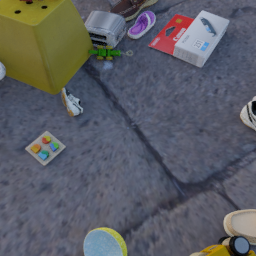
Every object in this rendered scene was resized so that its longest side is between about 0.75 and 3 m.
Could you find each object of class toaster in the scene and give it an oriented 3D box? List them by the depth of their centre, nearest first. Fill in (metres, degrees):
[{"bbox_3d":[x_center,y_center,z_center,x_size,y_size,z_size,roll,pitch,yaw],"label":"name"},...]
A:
[{"bbox_3d":[-0.992,-3.757,10.712,1.751,0.995,1.131,17,59,11],"label":"toaster"}]

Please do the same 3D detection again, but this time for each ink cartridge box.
[{"bbox_3d":[2.384,-3.698,10.925,2.267,0.575,2.574,27,59,16],"label":"ink cartridge box"}]

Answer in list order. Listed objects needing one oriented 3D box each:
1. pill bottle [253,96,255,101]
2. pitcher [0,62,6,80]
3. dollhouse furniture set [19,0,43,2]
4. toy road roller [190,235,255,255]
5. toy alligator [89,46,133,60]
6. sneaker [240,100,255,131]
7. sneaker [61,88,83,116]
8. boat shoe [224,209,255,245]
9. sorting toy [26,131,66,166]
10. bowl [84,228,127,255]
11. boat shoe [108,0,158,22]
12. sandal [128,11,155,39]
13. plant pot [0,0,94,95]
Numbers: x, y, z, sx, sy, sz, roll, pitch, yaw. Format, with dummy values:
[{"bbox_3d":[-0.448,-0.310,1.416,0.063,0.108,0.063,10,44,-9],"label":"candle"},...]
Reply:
[{"bbox_3d":[4.520,-0.830,8.979,0.904,0.507,0.507,-1,55,-1],"label":"pill bottle"},{"bbox_3d":[-5.063,-2.220,9.453,1.814,1.282,2.115,-18,64,-1],"label":"pitcher"},{"bbox_3d":[-2.738,-4.208,8.584,1.159,0.471,0.624,0,56,-17],"label":"dollhouse furniture set"},{"bbox_3d":[2.139,3.056,6.098,1.441,0.886,1.052,-21,70,-13],"label":"toy road roller"},{"bbox_3d":[-0.627,-2.789,10.399,1.628,0.483,0.442,2,15,2],"label":"toy alligator"},{"bbox_3d":[4.158,-0.086,8.300,0.681,0.789,1.800,-33,63,-23],"label":"sneaker"},{"bbox_3d":[-1.818,-0.860,9.115,0.496,0.428,1.131,-16,62,-25],"label":"sneaker"},{"bbox_3d":[3.558,2.275,6.628,2.416,0.836,0.891,2,55,1],"label":"boat shoe"},{"bbox_3d":[-2.424,0.565,8.221,0.908,0.166,0.840,34,62,22],"label":"sorting toy"},{"bbox_3d":[-0.414,2.745,6.386,1.083,1.083,0.583,40,21,24],"label":"bowl"},{"bbox_3d":[0.246,-5.499,11.871,2.895,1.042,1.044,-37,63,-22],"label":"boat shoe"},{"bbox_3d":[0.617,-4.312,11.405,0.769,0.464,1.890,19,58,13],"label":"sandal"},{"bbox_3d":[-3.019,-3.195,9.500,2.657,2.344,2.657,22,58,15],"label":"plant pot"}]
